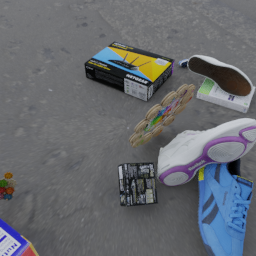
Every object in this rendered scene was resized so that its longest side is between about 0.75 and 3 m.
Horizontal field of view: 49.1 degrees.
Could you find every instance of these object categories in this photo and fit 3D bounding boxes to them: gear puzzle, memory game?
[{"bbox_3d":[-2.738,1.331,6.333,0.405,0.781,0.102,12,21,-26],"label":"gear puzzle"},{"bbox_3d":[0.885,-0.269,7.133,2.225,2.225,0.142,-33,71,-28],"label":"memory game"}]

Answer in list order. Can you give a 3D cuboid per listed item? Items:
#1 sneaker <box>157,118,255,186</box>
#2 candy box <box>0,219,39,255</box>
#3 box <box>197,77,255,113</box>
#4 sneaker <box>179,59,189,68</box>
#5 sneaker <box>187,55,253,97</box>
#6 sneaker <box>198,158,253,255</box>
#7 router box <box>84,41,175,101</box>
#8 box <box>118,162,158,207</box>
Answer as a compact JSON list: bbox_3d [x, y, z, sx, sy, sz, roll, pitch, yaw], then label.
[{"bbox_3d":[1.698,0.338,6.550,2.596,0.972,1.293,-31,34,27],"label":"sneaker"},{"bbox_3d":[-2.680,2.003,4.602,2.994,2.532,1.153,26,51,23],"label":"candy box"},{"bbox_3d":[3.275,-1.187,9.356,1.657,0.301,1.196,22,49,19],"label":"box"},{"bbox_3d":[2.306,-2.517,10.647,0.814,0.308,0.313,-11,33,-20],"label":"sneaker"},{"bbox_3d":[3.116,-1.820,9.214,2.230,0.812,0.944,36,34,18],"label":"sneaker"},{"bbox_3d":[2.117,1.620,5.876,0.877,1.043,2.659,36,39,-22],"label":"sneaker"},{"bbox_3d":[0.058,-2.117,9.983,2.599,0.664,1.938,24,50,23],"label":"router box"},{"bbox_3d":[0.216,1.282,6.415,0.780,0.410,0.952,0,76,-20],"label":"box"}]
